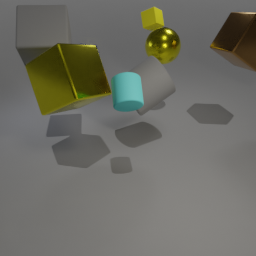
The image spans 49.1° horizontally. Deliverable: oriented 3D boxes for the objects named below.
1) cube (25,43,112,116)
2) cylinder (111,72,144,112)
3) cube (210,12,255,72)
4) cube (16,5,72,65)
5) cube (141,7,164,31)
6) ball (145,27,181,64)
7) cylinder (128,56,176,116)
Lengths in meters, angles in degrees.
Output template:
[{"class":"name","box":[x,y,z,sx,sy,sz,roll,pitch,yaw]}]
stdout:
[{"class":"cube","box":[-1.537,-1.265,7.356,1.400,1.400,1.400,-17,2,36]},{"class":"cylinder","box":[-0.020,-0.820,6.486,0.700,0.700,0.700,-4,72,-6]},{"class":"cube","box":[4.006,-2.957,9.600,1.400,1.400,1.400,25,13,-25]},{"class":"cube","box":[-2.438,-2.627,8.362,1.400,1.400,1.400,-4,73,-7]},{"class":"cube","box":[1.062,-4.714,12.142,0.700,0.700,0.700,-8,1,36]},{"class":"ball","box":[1.365,-3.209,10.967,1.400,1.400,1.400,0,29,0]},{"class":"cylinder","box":[0.574,-1.346,9.000,1.400,1.400,1.400,-35,34,2]}]
